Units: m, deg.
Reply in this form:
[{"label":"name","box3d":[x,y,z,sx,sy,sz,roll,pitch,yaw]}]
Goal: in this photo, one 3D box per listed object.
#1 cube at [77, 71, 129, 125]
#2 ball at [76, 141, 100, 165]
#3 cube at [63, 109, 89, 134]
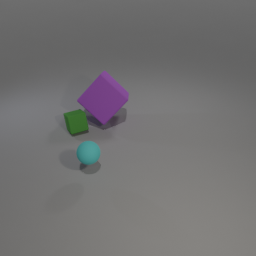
[{"label":"cube","box3d":[-0.938,-1.228,11.073,1.400,1.400,1.400,42,13,-11]},{"label":"ball","box3d":[-1.161,0.728,8.228,0.700,0.700,0.700,0,31,0]},{"label":"cube","box3d":[-1.992,-0.252,10.731,0.700,0.700,0.700,-17,21,-21]}]
